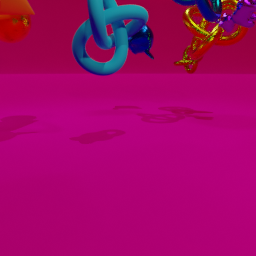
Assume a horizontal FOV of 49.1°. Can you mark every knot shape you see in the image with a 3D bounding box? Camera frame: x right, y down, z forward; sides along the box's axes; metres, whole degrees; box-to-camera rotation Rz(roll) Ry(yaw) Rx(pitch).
[{"bbox_3d":[1.633,-3.348,6.737,1.830,0.845,1.712,34,18,-3],"label":"knot shape"},{"bbox_3d":[2.246,-2.505,10.046,1.107,1.036,0.512,29,-9,48],"label":"knot shape"},{"bbox_3d":[-0.396,-1.692,5.129,0.735,1.489,1.591,33,13,32],"label":"knot shape"},{"bbox_3d":[2.741,-3.172,8.724,1.956,2.091,0.966,-8,-23,30],"label":"knot shape"}]

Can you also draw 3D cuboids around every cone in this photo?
[{"bbox_3d":[-2.643,-2.859,6.169,1.471,1.471,1.476,7,-4,31],"label":"cone"}]

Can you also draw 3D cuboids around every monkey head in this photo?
[{"bbox_3d":[0.358,-3.114,9.781,1.001,1.661,1.195,-8,18,24],"label":"monkey head"}]

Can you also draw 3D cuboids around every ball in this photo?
[{"bbox_3d":[-3.057,-2.746,7.161,1.113,1.113,1.113,0,12,0],"label":"ball"}]

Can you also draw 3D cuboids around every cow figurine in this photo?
[{"bbox_3d":[2.831,-2.940,7.258,0.991,1.007,0.553,21,63,20],"label":"cow figurine"}]
